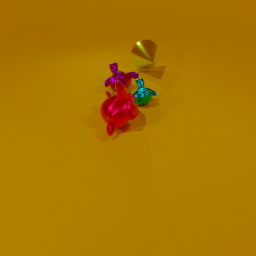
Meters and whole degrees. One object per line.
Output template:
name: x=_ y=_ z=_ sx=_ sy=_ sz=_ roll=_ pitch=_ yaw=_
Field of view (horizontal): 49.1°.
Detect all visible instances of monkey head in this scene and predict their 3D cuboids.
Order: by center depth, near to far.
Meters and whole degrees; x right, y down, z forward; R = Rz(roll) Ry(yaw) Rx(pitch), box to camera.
monkey head: x=-0.347 y=-0.659 z=7.875 sx=1.074 sy=1.282 sz=1.782 roll=-20 pitch=45 yaw=13
monkey head: x=0.432 y=-1.159 z=9.062 sx=1.096 sy=0.788 sz=0.660 roll=-14 pitch=-8 yaw=-9
monkey head: x=-0.337 y=-1.840 z=9.922 sx=1.334 sy=0.960 sz=0.804 roll=-19 pitch=17 yaw=-19

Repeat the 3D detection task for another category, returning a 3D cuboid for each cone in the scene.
cone: x=0.805 y=-2.660 z=10.737 sx=1.198 sy=1.198 sz=1.202 roll=-6 pitch=29 yaw=-9
